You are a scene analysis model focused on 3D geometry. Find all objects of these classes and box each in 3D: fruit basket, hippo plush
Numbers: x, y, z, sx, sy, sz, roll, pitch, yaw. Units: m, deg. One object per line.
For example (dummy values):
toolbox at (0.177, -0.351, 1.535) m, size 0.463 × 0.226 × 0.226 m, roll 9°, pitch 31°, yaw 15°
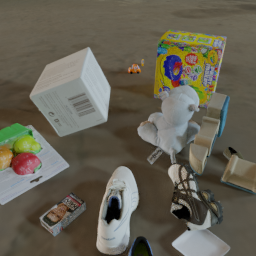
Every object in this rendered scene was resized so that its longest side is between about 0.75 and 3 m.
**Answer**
fruit basket at (-3.511, 1.048, 8.966) m, size 2.277 × 1.152 × 2.458 m, roll -30°, pitch 61°, yaw -35°
hippo plush at (1.380, -0.364, 9.692) m, size 2.166 × 2.186 × 2.719 m, roll 19°, pitch 40°, yaw 24°

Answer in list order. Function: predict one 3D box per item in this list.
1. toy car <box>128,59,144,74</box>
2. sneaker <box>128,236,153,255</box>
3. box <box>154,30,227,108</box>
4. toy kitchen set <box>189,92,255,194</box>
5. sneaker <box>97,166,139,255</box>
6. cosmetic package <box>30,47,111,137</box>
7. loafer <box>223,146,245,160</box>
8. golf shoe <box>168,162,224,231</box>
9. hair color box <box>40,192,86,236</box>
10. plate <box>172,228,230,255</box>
toy car at (0.454, -3.480, 15.457) m, size 0.709 × 0.481 × 1.445 m, roll 8°, pitch 37°, yaw 10°
sneaker at (0.245, 3.180, 5.985) m, size 0.722 × 0.820 × 1.838 m, roll -1°, pitch 37°, yaw -2°
box at (2.678, -2.626, 12.358) m, size 2.611 × 2.710 × 1.653 m, roll 13°, pitch 38°, yaw 17°
toy kitchen set at (3.464, 0.593, 9.340) m, size 2.265 × 1.666 × 2.828 m, roll 18°, pitch 60°, yaw 22°
sneaker at (-0.215, 1.916, 7.448) m, size 0.991 × 1.158 × 2.659 m, roll 2°, pitch 35°, yaw 4°
cosmetic package at (-2.008, -1.373, 10.603) m, size 2.026 × 2.038 × 2.435 m, roll -18°, pitch 35°, yaw 15°
loafer at (3.627, 0.998, 9.363) m, size 0.407 × 0.377 × 1.081 m, roll -18°, pitch 40°, yaw -23°
golf shoe at (1.533, 1.823, 7.772) m, size 1.127 × 0.927 × 2.385 m, roll -24°, pitch 30°, yaw -9°
hair color box at (-1.743, 2.307, 7.589) m, size 0.557 × 0.341 × 1.125 m, roll 26°, pitch 44°, yaw 31°
plate at (1.773, 2.924, 6.860) m, size 1.033 × 0.167 × 1.035 m, roll -26°, pitch 42°, yaw -33°
